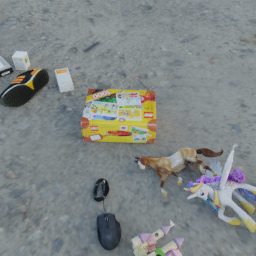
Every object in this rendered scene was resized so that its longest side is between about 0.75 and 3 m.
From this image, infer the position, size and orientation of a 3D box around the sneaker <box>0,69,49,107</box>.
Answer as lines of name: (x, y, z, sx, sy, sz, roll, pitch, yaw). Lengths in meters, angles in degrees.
sneaker: (-5.003, -1.887, 13.079, 1.249, 0.971, 2.776, 12, 45, 32)

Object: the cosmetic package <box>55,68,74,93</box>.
cosmetic package: (-3.137, -2.364, 13.739, 0.676, 0.475, 1.333, -14, 48, -14)

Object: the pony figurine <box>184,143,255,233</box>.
pony figurine: (3.144, 1.866, 8.967, 2.290, 1.907, 2.210, 32, 61, 8)

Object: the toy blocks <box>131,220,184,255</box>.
toy blocks: (1.004, 3.325, 7.410, 1.334, 1.585, 1.481, -25, 51, -15)

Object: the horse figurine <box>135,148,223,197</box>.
horse figurine: (1.867, 1.298, 9.886, 2.863, 0.714, 1.897, -20, 32, -8)

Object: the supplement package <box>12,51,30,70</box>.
supplement package: (-5.578, -3.515, 14.647, 0.585, 0.777, 0.589, 5, 46, 5)

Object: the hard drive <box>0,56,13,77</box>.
hard drive: (-7.166, -3.258, 14.675, 1.472, 0.399, 2.107, -31, 52, -27)

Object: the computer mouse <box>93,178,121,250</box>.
computer mouse: (-0.715, 2.613, 8.927, 0.736, 0.427, 2.512, -10, 46, -8)

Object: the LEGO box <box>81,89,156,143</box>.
LEGO box: (-0.318, -0.523, 11.497, 2.851, 1.100, 2.123, 2, 46, 2)
